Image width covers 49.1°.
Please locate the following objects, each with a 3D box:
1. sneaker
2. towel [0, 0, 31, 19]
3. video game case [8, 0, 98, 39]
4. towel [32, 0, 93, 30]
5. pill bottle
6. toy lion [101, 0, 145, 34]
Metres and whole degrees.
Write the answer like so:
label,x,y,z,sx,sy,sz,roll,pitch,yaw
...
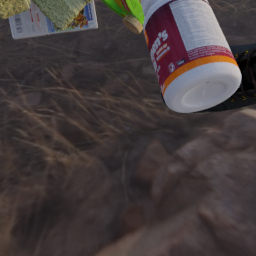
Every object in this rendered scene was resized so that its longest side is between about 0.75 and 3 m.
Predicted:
label,x,y,z,sx,sy,sz,roll,pitch,yaw
sneaker,1.618,-0.795,3.947,2.788,1.043,1.481,-12,3,26
towel,-2.459,-2.020,4.128,1.982,0.487,2.671,-28,10,-10
video game case,-1.748,-2.834,6.314,1.921,1.375,0.173,-10,9,-6
towel,-1.493,-2.970,5.451,1.330,1.793,0.327,-39,7,14
pill bottle,0.620,-0.968,3.115,0.796,0.796,1.452,-9,65,-9
toy lion,-0.689,-4.056,7.631,2.591,2.703,0.928,38,91,22
